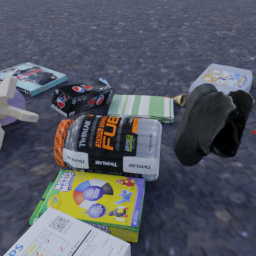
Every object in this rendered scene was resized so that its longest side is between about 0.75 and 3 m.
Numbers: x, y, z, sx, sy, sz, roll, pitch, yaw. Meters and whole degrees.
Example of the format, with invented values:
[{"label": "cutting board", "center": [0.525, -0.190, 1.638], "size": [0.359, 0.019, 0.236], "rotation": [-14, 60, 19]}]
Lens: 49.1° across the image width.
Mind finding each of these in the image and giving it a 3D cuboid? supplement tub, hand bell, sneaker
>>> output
[{"label": "supplement tub", "center": [-0.414, 0.446, 6.651], "size": [2.364, 1.448, 1.448], "rotation": [4, 34, 7]}, {"label": "hand bell", "center": [1.595, -1.038, 9.883], "size": [0.826, 0.430, 0.430], "rotation": [15, 36, 39]}, {"label": "sneaker", "center": [1.564, 0.189, 5.454], "size": [0.780, 2.598, 1.355], "rotation": [-6, 41, -12]}]

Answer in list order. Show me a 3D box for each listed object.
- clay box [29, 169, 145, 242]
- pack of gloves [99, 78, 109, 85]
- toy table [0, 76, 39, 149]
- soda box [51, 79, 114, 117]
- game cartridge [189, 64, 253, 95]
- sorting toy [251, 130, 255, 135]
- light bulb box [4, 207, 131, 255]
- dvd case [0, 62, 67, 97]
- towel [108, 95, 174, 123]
[{"label": "clay box", "center": [-0.820, 1.543, 5.853], "size": [2.240, 0.533, 1.287], "rotation": [6, 34, 7]}, {"label": "pack of gloves", "center": [-1.188, -1.691, 10.899], "size": [0.932, 0.219, 1.109], "rotation": [-12, 36, -18]}, {"label": "toy table", "center": [-3.683, -0.566, 7.840], "size": [1.303, 2.046, 2.225], "rotation": [25, 23, 37]}, {"label": "soda box", "center": [-1.395, -0.997, 8.917], "size": [0.748, 0.669, 2.113], "rotation": [32, 29, 21]}, {"label": "game cartridge", "center": [3.679, -1.701, 10.675], "size": [1.852, 0.578, 2.781], "rotation": [15, 37, 27]}, {"label": "sorting toy", "center": [4.055, 0.161, 8.224], "size": [0.938, 0.159, 0.452], "rotation": [-17, 38, -24]}, {"label": "light bulb box", "center": [-1.004, 2.334, 4.270], "size": [1.608, 1.003, 1.594], "rotation": [16, 38, 23]}, {"label": "dvd case", "center": [-4.031, -2.046, 11.367], "size": [2.525, 0.278, 1.843], "rotation": [21, 40, 29]}, {"label": "towel", "center": [0.457, -0.676, 9.379], "size": [2.118, 0.248, 1.615], "rotation": [3, 32, 7]}]
